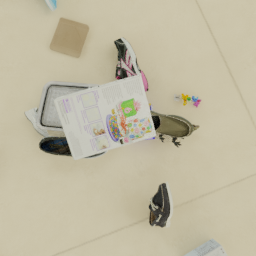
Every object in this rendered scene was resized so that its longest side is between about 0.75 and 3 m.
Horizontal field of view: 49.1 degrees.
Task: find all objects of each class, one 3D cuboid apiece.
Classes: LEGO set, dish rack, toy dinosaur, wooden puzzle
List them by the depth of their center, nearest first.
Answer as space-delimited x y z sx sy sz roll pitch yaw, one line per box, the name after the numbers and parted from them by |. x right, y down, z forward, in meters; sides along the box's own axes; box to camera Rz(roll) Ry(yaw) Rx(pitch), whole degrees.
1.655 0.218 11.082 2.301 0.546 1.014 3 42 6 | toy dinosaur
-2.239 -0.777 11.207 2.508 0.546 2.153 5 71 1 | dish rack
2.435 -1.090 11.449 1.133 0.432 0.465 12 81 3 | LEGO set
-2.494 -3.862 12.014 1.364 0.275 1.475 17 86 2 | wooden puzzle

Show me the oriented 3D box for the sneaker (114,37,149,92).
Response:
-0.106 -2.473 11.403 1.082 1.006 2.505 -24 80 -3 | sneaker

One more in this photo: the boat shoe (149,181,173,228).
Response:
1.104 2.740 9.787 0.776 2.571 0.950 -4 51 0 | boat shoe

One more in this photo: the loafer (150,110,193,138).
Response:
1.266 -0.091 10.339 2.296 0.800 0.863 14 112 4 | loafer

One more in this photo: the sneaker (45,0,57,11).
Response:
-3.077 -5.942 12.058 1.097 0.668 1.680 -16 81 9 | sneaker

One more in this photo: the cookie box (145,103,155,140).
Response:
0.425 -0.223 11.178 1.182 0.519 1.381 -6 79 9 | cookie box

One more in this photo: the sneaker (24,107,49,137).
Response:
-3.573 -0.239 11.277 0.617 0.528 1.417 -35 83 -10 | sneaker

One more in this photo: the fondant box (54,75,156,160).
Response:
-0.705 -0.366 9.094 2.800 0.816 2.020 -16 102 -3 | fondant box

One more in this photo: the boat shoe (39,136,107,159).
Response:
-2.092 0.756 10.853 2.696 0.763 0.925 2 92 -5 | boat shoe

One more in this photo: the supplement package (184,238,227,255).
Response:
2.917 5.118 10.051 1.538 1.131 1.471 -28 82 -4 | supplement package
